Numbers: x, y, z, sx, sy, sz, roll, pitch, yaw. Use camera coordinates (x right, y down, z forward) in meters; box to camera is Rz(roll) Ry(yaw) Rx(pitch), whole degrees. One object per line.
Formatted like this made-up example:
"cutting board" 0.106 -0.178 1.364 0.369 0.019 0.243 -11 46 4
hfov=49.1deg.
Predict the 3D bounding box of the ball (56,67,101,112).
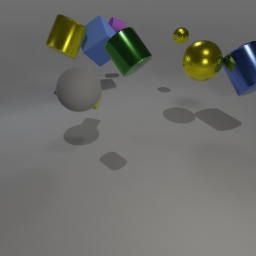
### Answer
"ball" -1.530 -1.198 8.733 1.400 1.400 1.400 0 30 0

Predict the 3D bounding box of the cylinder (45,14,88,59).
"cylinder" -2.652 -3.922 12.106 1.400 1.400 1.400 24 7 -3

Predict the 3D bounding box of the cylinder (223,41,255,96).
"cylinder" 4.157 -2.014 9.634 1.400 1.400 1.400 -22 -10 -4

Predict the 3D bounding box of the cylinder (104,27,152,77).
"cylinder" 0.004 -1.492 5.533 0.700 0.700 0.700 -35 0 0

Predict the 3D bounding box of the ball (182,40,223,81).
"ball" 2.579 -2.326 9.730 1.400 1.400 1.400 0 30 0

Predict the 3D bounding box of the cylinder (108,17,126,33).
"cylinder" -0.582 -5.105 14.075 0.700 0.700 0.700 12 23 -27

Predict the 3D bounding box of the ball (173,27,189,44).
"ball" 2.290 -3.970 12.070 0.700 0.700 0.700 0 30 0

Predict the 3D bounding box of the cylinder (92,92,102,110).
"cylinder" -1.386 -1.108 10.374 0.700 0.700 0.700 18 32 3

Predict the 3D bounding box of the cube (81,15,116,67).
"cube" -1.306 -4.039 13.096 1.400 1.400 1.400 -29 60 18
